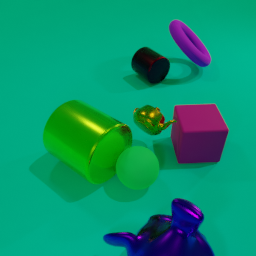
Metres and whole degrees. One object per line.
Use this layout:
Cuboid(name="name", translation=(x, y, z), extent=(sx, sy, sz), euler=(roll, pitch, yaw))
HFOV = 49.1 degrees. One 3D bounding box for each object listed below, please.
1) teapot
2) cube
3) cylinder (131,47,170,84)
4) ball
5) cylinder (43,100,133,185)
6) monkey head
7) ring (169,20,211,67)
Cuboid(name="teapot", translation=(0.529, -0.199, 6.168), extent=(1.190, 0.740, 0.583), euler=(27, 74, 43))
Cuboid(name="cube", translation=(1.549, 0.121, 6.286), extent=(0.959, 0.959, 0.959), euler=(-2, 40, -3))
Cuboid(name="cylinder", translation=(0.698, -1.953, 8.732), extent=(0.889, 0.889, 0.889), euler=(-24, 47, -26))
Cuboid(name="ball", translation=(0.191, 0.792, 5.587), extent=(0.863, 0.863, 0.863), euler=(0, 41, 0))
Cuboid(name="cylinder", translation=(-0.822, 0.264, 5.826), extent=(1.345, 1.345, 1.345), euler=(29, 48, 30))
Cuboid(name="monkey head", translation=(0.603, 1.765, 4.024), extent=(1.955, 1.406, 1.178), euler=(27, 51, 28))
Cuboid(name="ring", translation=(1.996, -2.709, 8.973), extent=(1.833, 0.367, 1.833), euler=(33, 35, -27))
